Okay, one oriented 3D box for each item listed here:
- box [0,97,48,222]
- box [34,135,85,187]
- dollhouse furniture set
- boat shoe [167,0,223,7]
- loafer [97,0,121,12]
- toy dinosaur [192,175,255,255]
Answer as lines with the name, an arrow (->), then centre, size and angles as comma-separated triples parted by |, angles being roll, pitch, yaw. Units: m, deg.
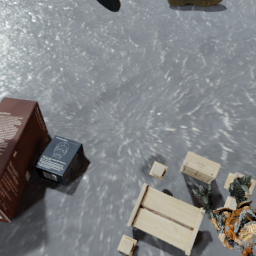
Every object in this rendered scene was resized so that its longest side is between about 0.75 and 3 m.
box -> -3.016, 0.716, 6.983 | 1.053, 1.407, 2.811 | 5, 51, 4
box -> -1.772, 0.844, 7.390 | 0.816, 0.589, 1.099 | 16, 52, 13
dollhouse furniture set -> 1.362, 2.035, 6.556 | 2.234, 1.279, 2.619 | 22, 79, 15
boat shoe -> 3.158, -6.329, 13.117 | 2.663, 0.958, 0.899 | 0, 52, 4
loafer -> -0.558, -3.040, 5.687 | 0.522, 1.433, 0.518 | 9, 62, 43
toy dinosaur -> 1.542, 1.427, 4.218 | 0.883, 1.728, 1.173 | -5, 61, -16
